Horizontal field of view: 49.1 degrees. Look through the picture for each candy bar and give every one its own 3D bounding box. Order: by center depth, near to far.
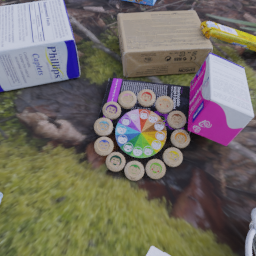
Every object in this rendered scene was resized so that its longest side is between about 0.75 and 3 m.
[{"bbox_3d":[3.552,-2.767,8.757,2.986,0.331,0.745,8,46,-21],"label":"candy bar"}]

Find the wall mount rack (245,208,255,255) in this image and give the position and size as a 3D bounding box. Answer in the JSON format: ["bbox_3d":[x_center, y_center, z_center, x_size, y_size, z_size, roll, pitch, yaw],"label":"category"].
[{"bbox_3d":[2.789,2.095,4.635,2.472,0.922,2.148,-13,87,-53],"label":"wall mount rack"}]

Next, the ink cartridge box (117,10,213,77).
[{"bbox_3d":[1.046,-2.724,8.895,2.635,0.990,2.171,-4,50,-3],"label":"ink cartridge box"}]

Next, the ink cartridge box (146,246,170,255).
[{"bbox_3d":[0.763,2.706,4.935,1.155,0.385,0.669,26,56,19],"label":"ink cartridge box"}]

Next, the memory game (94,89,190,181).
[{"bbox_3d":[0.324,0.111,6.676,2.324,0.148,2.324,0,72,1],"label":"memory game"}]

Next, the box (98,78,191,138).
[{"bbox_3d":[0.492,-0.558,7.535,2.335,0.421,1.669,6,51,6],"label":"box"}]

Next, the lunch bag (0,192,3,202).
[{"bbox_3d":[-3.894,2.040,4.581,2.460,1.844,2.901,5,57,3],"label":"lunch bag"}]

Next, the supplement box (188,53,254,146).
[{"bbox_3d":[2.202,-0.755,6.856,1.081,1.058,2.091,21,43,-6],"label":"supplement box"}]

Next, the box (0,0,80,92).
[{"bbox_3d":[-3.006,-2.548,8.475,2.706,1.420,2.488,-12,52,-9],"label":"box"}]

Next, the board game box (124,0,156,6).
[{"bbox_3d":[0.255,-5.886,11.815,2.173,0.398,1.644,15,53,12],"label":"board game box"}]
